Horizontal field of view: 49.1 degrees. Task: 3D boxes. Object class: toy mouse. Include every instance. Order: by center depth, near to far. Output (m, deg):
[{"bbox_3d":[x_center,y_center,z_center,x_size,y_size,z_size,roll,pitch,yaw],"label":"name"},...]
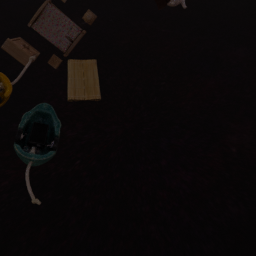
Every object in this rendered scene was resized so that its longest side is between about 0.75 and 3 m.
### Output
[{"bbox_3d":[-1.924,0.210,4.074,2.652,0.513,2.357,-29,73,-39],"label":"toy mouse"}]

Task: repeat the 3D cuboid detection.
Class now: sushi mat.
[{"bbox_3d":[-1.286,-1.407,8.044,0.881,0.111,1.841,-1,49,-12],"label":"sushi mat"}]

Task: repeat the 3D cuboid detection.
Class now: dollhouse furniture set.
[{"bbox_3d":[-1.610,-2.360,6.423,1.168,2.253,0.997,39,12,-19],"label":"dollhouse furniture set"}]

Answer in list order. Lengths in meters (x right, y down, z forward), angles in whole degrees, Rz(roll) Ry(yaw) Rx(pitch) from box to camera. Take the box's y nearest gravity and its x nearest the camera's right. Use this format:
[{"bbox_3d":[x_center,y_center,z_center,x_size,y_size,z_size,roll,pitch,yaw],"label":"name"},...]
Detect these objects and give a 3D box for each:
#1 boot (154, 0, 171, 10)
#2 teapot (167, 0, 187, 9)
[{"bbox_3d":[0.907,-3.632,6.964,1.062,0.883,0.384,-51,47,-2],"label":"boot"},{"bbox_3d":[1.659,-4.888,10.426,0.946,0.934,0.691,-1,71,21],"label":"teapot"}]
